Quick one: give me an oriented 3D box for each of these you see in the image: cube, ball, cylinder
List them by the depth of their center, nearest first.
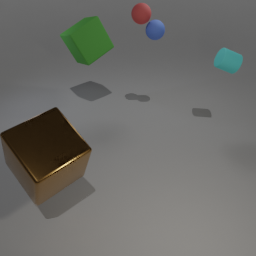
[{"bbox_3d":[-1.882,0.657,6.476,1.400,1.400,1.400,-32,71,-32],"label":"cube"},{"bbox_3d":[3.474,-2.331,9.729,0.700,0.700,0.700,18,30,-12],"label":"cylinder"},{"bbox_3d":[0.464,-3.987,9.777,0.700,0.700,0.700,0,33,0],"label":"ball"},{"bbox_3d":[0.987,-3.552,10.155,0.700,0.700,0.700,0,33,0],"label":"ball"},{"bbox_3d":[-1.707,-3.616,11.617,1.400,1.400,1.400,-40,31,-13],"label":"cube"}]
